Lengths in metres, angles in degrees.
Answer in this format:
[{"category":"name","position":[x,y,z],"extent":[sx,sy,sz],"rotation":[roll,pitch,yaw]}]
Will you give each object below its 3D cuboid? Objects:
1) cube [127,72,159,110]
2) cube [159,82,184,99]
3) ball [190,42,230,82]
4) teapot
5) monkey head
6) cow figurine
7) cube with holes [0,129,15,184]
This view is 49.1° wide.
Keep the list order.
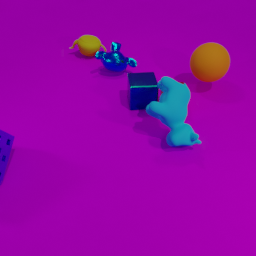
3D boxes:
[{"category":"cube","position":[0.468,-1.224,9.241],"extent":[0.903,0.903,0.903],"rotation":[-4,41,-4]},{"category":"cube","position":[1.431,-0.982,9.070],"extent":[0.761,0.761,0.761],"rotation":[2,41,2]},{"category":"ball","position":[2.787,-2.231,9.564],"extent":[1.320,1.320,1.320],"rotation":[0,41,0]},{"category":"teapot","position":[-1.705,-3.442,11.875],"extent":[1.617,0.792,1.006],"rotation":[12,40,0]},{"category":"monkey head","position":[-0.473,-2.738,10.700],"extent":[1.629,1.172,0.982],"rotation":[9,6,-15]},{"category":"cow figurine","position":[1.371,-0.375,7.679],"extent":[1.712,0.955,1.740],"rotation":[26,84,-3]},{"category":"cube with holes","position":[-3.667,0.554,6.527],"extent":[1.226,1.226,1.226],"rotation":[7,75,10]}]
